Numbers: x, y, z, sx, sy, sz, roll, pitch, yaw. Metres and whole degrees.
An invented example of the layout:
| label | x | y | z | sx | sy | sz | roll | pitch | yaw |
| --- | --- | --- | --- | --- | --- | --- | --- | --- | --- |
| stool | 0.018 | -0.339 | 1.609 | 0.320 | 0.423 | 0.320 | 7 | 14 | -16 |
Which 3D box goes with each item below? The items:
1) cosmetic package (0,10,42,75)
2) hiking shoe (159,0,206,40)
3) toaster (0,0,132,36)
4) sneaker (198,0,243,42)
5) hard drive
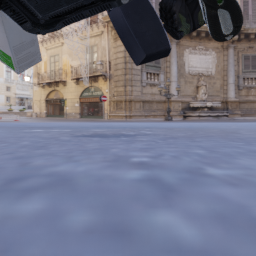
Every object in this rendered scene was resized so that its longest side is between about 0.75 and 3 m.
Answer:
| label | x | y | z | sx | sy | sz | roll | pitch | yaw |
| --- | --- | --- | --- | --- | --- | --- | --- | --- | --- |
| cosmetic package | -3.399 | -2.939 | 8.017 | 1.298 | 2.412 | 1.023 | 35 | 58 | 21 |
| hiking shoe | 1.311 | -3.259 | 5.743 | 1.351 | 2.684 | 1.017 | -25 | 49 | -16 |
| toaster | -1.195 | -2.880 | 4.644 | 2.861 | 1.848 | 1.626 | -15 | -19 | 16 |
| sneaker | 1.322 | -2.575 | 4.703 | 0.780 | 1.190 | 2.068 | -20 | -46 | 10 |
| hard drive | 0.344 | -3.258 | 8.777 | 1.653 | 2.451 | 0.519 | -25 | -3 | -35 |
